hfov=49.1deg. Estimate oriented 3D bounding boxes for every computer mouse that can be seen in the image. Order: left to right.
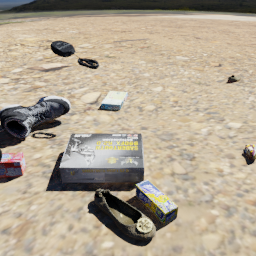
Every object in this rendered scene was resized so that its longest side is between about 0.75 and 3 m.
[{"bbox_3d":[-2.185,-2.890,11.355,2.536,0.432,0.743,34,49,24],"label":"computer mouse"}]

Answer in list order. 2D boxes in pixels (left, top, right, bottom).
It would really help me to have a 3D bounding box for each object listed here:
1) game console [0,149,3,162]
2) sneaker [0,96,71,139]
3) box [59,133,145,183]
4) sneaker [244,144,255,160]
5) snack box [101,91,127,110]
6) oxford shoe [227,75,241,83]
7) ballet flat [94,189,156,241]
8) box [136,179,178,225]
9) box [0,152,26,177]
[{"bbox_3d":[-4.838,1.197,7.912,2.187,1.273,1.923,21,35,34],"label":"game console"},{"bbox_3d":[-3.638,-0.376,11.004,2.854,1.077,1.624,-12,31,-9],"label":"sneaker"},{"bbox_3d":[-0.760,0.913,9.085,2.516,0.608,1.992,0,29,1],"label":"box"},{"bbox_3d":[4.194,0.826,9.608,0.389,0.323,0.863,3,22,23],"label":"sneaker"},{"bbox_3d":[-0.626,-1.347,13.457,0.911,0.291,1.568,6,30,11],"label":"snack box"},{"bbox_3d":[6.152,-2.875,16.108,0.998,0.373,0.352,-18,34,-29],"label":"oxford shoe"},{"bbox_3d":[-0.146,2.102,7.103,0.688,0.474,2.043,-25,38,-37],"label":"ballet flat"},{"bbox_3d":[0.732,1.934,7.469,0.454,0.417,1.296,-18,33,-29],"label":"box"},{"bbox_3d":[-3.832,1.152,8.713,1.131,0.564,0.540,-4,29,-7],"label":"box"}]
